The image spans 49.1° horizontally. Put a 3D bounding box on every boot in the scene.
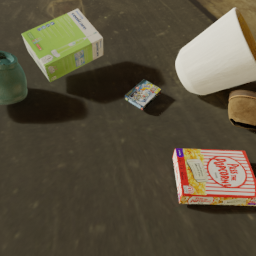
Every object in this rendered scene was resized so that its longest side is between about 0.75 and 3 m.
[{"bbox_3d":[4.362,-0.325,8.232,2.786,1.026,1.051,10,69,10],"label":"boot"}]

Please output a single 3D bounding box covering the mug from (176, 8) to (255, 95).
[{"bbox_3d":[2.949,-2.072,9.008,2.266,2.761,2.211,-24,62,33],"label":"mug"}]

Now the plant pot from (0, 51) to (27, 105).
[{"bbox_3d":[-3.973,-1.662,8.637,1.729,1.159,1.729,13,34,-9],"label":"plant pot"}]

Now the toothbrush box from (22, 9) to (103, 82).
[{"bbox_3d":[-2.171,-2.838,9.560,2.190,0.943,1.595,-33,72,-16],"label":"toothbrush box"}]

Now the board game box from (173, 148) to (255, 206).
[{"bbox_3d":[2.099,1.171,6.840,1.837,0.425,1.392,2,45,-3],"label":"board game box"}]

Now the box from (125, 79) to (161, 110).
[{"bbox_3d":[0.495,-1.093,9.042,0.721,0.199,1.055,33,55,19],"label":"box"}]
